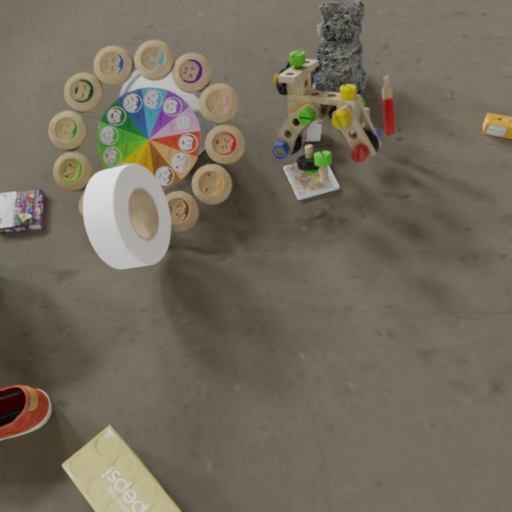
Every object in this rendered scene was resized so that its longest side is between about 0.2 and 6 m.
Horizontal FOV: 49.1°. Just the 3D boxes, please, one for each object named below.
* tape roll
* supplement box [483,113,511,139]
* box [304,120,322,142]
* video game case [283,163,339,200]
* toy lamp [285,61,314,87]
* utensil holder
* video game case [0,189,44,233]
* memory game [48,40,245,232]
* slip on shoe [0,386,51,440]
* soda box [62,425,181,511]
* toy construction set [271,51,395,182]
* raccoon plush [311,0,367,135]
[{"bbox_3d":[-2.141,-0.658,9.527,0.611,1.748,1.748,-9,53,21],"label":"tape roll"},{"bbox_3d":[5.497,-2.790,12.181,1.031,0.355,0.343,14,56,8],"label":"supplement box"},{"bbox_3d":[1.103,-2.785,12.021,0.562,0.565,0.369,0,47,0],"label":"box"},{"bbox_3d":[1.124,-1.600,11.442,0.911,0.104,0.829,-17,64,-11],"label":"video game case"},{"bbox_3d":[0.960,-3.866,12.125,0.540,0.540,1.854,11,13,7],"label":"toy lamp"},{"bbox_3d":[-1.827,-2.929,11.666,1.401,1.401,1.649,-32,64,-20],"label":"utensil holder"},{"bbox_3d":[-4.613,-0.884,10.971,0.828,0.163,0.913,-8,56,-5],"label":"video game case"},{"bbox_3d":[-2.091,-2.210,10.632,3.854,0.245,3.854,0,87,4],"label":"memory game"},{"bbox_3d":[-4.343,2.542,8.265,2.470,0.756,0.915,-19,59,-11],"label":"slip on shoe"},{"bbox_3d":[-1.512,3.537,7.550,0.841,0.795,2.483,-38,64,-23],"label":"soda box"},{"bbox_3d":[1.532,-2.976,10.781,2.645,2.032,2.206,-24,31,-25],"label":"toy construction set"},{"bbox_3d":[2.070,-4.274,12.281,1.327,1.838,2.743,-15,57,-10],"label":"raccoon plush"}]
